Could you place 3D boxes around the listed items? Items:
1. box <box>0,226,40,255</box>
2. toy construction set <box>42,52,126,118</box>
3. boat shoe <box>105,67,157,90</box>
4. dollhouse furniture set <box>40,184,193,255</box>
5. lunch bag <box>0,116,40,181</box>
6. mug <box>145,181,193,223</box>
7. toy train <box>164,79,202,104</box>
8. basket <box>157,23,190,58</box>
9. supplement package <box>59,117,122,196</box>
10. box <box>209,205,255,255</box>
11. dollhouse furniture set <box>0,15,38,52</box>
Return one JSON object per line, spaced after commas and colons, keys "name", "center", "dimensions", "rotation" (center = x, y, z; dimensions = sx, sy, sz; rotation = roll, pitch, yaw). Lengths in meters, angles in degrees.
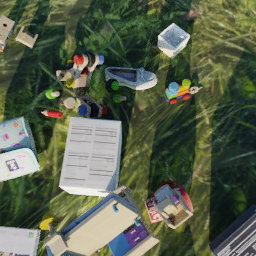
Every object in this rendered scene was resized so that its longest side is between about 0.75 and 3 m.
{"name": "box", "center": [-3.836, 4.364, 8.691], "dimensions": [1.756, 0.442, 2.433], "rotation": [5, 69, 2]}
{"name": "toy construction set", "center": [-1.997, -1.353, 10.177], "dimensions": [2.780, 2.136, 2.318], "rotation": [-39, 119, -30]}
{"name": "boat shoe", "center": [0.124, -2.004, 10.895], "dimensions": [2.051, 0.658, 0.756], "rotation": [9, 70, 3]}
{"name": "dollhouse furniture set", "center": [-0.367, 1.762, 6.679], "dimensions": [2.594, 2.748, 1.793], "rotation": [-40, 47, 5]}
{"name": "lunch bag", "center": [-4.036, 0.775, 9.626], "dimensions": [1.643, 1.176, 1.929], "rotation": [-16, 82, -11]}
{"name": "mug", "center": [1.282, 2.482, 9.280], "dimensions": [1.374, 1.219, 0.916], "rotation": [-19, 107, -2]}
{"name": "toy train", "center": [2.187, -1.549, 10.598], "dimensions": [1.561, 0.903, 0.661], "rotation": [-19, 72, -6]}
{"name": "basket", "center": [1.834, -3.526, 11.402], "dimensions": [0.946, 0.761, 0.937], "rotation": [43, 75, 15]}
{"name": "supplement package", "center": [-1.114, 1.017, 9.234], "dimensions": [1.664, 1.676, 2.209], "rotation": [4, 70, 1]}
{"name": "box", "center": [3.845, 3.704, 8.313], "dimensions": [1.987, 1.225, 1.971], "rotation": [-42, 75, 1]}
{"name": "dollhouse furniture set", "center": [-4.678, -3.576, 11.461], "dimensions": [1.480, 1.043, 1.037], "rotation": [26, 70, -22]}
